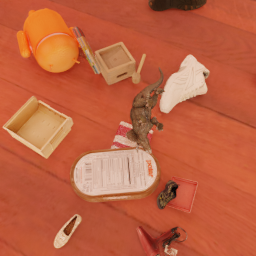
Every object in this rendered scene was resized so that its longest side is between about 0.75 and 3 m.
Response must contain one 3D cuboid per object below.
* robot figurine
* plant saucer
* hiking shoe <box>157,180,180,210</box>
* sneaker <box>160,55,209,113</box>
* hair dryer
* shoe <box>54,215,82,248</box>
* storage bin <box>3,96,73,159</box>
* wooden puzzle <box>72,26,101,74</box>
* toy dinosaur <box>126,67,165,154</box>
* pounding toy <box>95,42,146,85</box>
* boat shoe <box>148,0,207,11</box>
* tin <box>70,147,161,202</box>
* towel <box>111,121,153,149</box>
[{"bbox_3d":[-2.902,-3.241,10.507,1.649,2.034,2.828,-42,63,23],"label":"robot figurine"},{"bbox_3d":[1.577,1.939,8.215,0.894,0.164,0.896,6,73,43],"label":"plant saucer"},{"bbox_3d":[1.164,1.967,8.124,0.350,0.465,0.923,30,84,-22],"label":"hiking shoe"},{"bbox_3d":[2.104,-1.461,9.911,1.315,1.031,2.647,31,67,12],"label":"sneaker"},{"bbox_3d":[0.875,3.146,7.819,1.413,0.384,1.076,21,46,7],"label":"hair dryer"},{"bbox_3d":[-1.724,2.892,7.914,0.370,0.282,1.057,31,66,16],"label":"shoe"},{"bbox_3d":[-2.894,-0.066,9.277,1.572,0.737,1.561,29,66,15],"label":"storage bin"},{"bbox_3d":[-1.327,-2.532,9.186,0.181,2.581,1.531,-26,107,3],"label":"wooden puzzle"},{"bbox_3d":[0.426,-0.507,7.925,0.967,1.285,2.512,4,87,-29],"label":"toy dinosaur"},{"bbox_3d":[-0.096,-2.210,10.384,1.620,0.843,1.844,-24,64,-13],"label":"pounding toy"},{"bbox_3d":[2.165,-5.840,12.319,2.589,0.980,0.956,-2,59,-2],"label":"boat shoe"},{"bbox_3d":[-0.378,1.395,8.495,2.772,0.580,1.552,-5,69,0],"label":"tin"},{"bbox_3d":[0.078,0.593,9.227,1.191,0.188,1.654,16,63,8],"label":"towel"}]
